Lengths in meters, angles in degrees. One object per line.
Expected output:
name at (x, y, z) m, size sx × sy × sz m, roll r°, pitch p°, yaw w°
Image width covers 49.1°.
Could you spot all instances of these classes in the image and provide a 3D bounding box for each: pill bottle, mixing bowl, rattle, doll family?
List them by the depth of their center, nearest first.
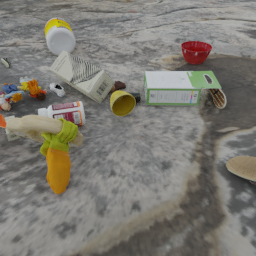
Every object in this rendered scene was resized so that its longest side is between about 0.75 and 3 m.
rattle at (-2.530, 0.556, 7.199) m, size 2.528 × 1.806 × 1.646 m, roll 5°, pitch -3°, yaw 9°
pill bottle at (-1.977, -0.356, 8.409) m, size 1.292 × 0.737 × 0.737 m, roll -9°, pitch 38°, yaw -13°
doll family at (-3.680, -1.253, 9.505) m, size 1.884 × 0.849 × 1.169 m, roll -23°, pitch 42°, yaw -27°
mixing bowl at (2.954, -3.254, 12.296) m, size 1.338 × 0.724 × 1.338 m, roll 1°, pitch 37°, yaw 0°
pill bottle at (-3.296, -4.457, 13.419) m, size 1.293 × 1.293 × 2.368 m, roll -10°, pitch 38°, yaw -13°

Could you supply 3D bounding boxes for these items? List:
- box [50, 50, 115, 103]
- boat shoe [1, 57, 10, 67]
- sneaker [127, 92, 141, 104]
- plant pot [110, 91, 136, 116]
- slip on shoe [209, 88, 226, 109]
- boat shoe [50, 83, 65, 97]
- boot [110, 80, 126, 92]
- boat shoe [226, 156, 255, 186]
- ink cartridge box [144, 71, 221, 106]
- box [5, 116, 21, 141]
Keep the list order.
box at (-1.670, -1.868, 10.019) m, size 2.404 × 0.822 × 0.988 m, roll 31°, pitch 85°, yaw 34°
boat shoe at (-5.250, -2.864, 12.128) m, size 0.279 × 0.296 × 0.824 m, roll -27°, pitch 42°, yaw -25°
sneaker at (0.127, -0.904, 9.379) m, size 0.623 × 0.439 × 1.173 m, roll -2°, pitch 35°, yaw 2°
plant pot at (-0.230, -0.823, 8.476) m, size 0.776 × 0.776 × 0.551 m, roll -15°, pitch 43°, yaw -19°
slip on shoe at (3.132, -1.077, 9.688) m, size 0.343 × 0.431 × 1.132 m, roll 31°, pitch 31°, yaw -38°
boat shoe at (-2.583, -1.488, 10.271) m, size 0.356 × 0.317 × 0.969 m, roll -28°, pitch 45°, yaw -32°
boot at (-0.738, -1.652, 10.553) m, size 0.932 × 0.406 × 1.121 m, roll -16°, pitch 37°, yaw -40°
boat shoe at (3.230, 1.177, 6.453) m, size 1.967 × 0.637 × 0.708 m, roll 10°, pitch 43°, yaw 45°
ink cartridge box at (1.820, -1.405, 9.809) m, size 2.455 × 0.728 × 1.274 m, roll -1°, pitch 37°, yaw -1°
box at (-3.449, -0.001, 8.298) m, size 0.358 × 0.298 × 0.870 m, roll -17°, pitch 40°, yaw -22°
